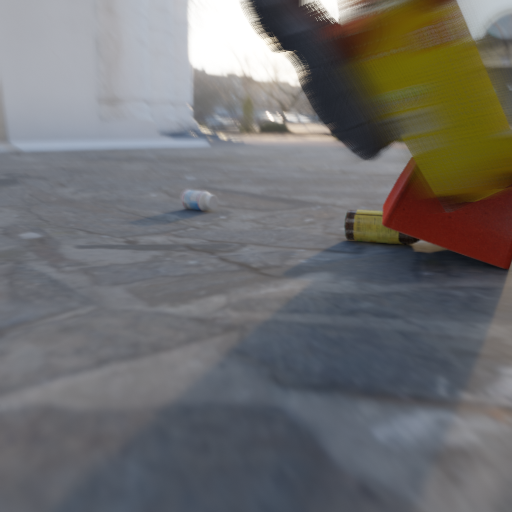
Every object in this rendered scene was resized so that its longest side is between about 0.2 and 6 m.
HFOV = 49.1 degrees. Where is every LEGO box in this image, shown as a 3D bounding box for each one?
[{"bbox_3d":[1.953,-2.138,6.368,1.029,2.666,1.985,-25,40,25],"label":"LEGO box"}]

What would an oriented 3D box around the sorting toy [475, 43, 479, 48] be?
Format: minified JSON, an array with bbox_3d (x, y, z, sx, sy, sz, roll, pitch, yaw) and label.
[{"bbox_3d":[2.570,-3.396,9.652,1.564,0.281,2.099,24,-14,-9],"label":"sorting toy"}]

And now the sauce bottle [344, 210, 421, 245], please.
[{"bbox_3d":[2.408,-0.471,9.618,1.742,0.564,0.564,7,16,20],"label":"sauce bottle"}]

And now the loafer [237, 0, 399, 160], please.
[{"bbox_3d":[1.000,-2.917,7.787,1.090,3.462,1.244,-31,-17,-11],"label":"loafer"}]

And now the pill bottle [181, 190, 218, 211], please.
[{"bbox_3d":[-1.311,-1.275,12.981,0.821,0.446,0.446,10,18,34],"label":"pill bottle"}]

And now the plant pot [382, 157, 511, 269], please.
[{"bbox_3d":[3.188,-1.096,8.773,1.921,1.694,1.923,20,18,7],"label":"plant pot"}]
